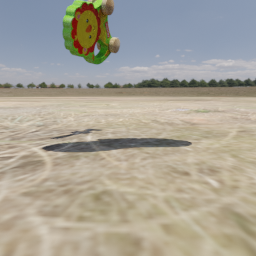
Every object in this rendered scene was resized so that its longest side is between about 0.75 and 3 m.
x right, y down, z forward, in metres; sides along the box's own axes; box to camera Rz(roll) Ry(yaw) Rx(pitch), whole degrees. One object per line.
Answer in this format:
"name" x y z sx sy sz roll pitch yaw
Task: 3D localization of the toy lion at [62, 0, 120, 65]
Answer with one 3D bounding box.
"toy lion" -0.755 -1.887 5.646 0.493 1.437 1.377 18 54 24
